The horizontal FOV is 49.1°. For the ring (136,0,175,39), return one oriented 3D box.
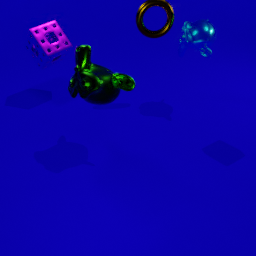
[{"bbox_3d":[0.864,-3.481,8.930,1.254,1.254,0.251,-2,37,-4],"label":"ring"}]

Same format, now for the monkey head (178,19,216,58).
[{"bbox_3d":[2.222,-2.838,9.108,1.082,1.292,1.796,10,54,-2],"label":"monkey head"}]

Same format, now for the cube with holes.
[{"bbox_3d":[-2.827,-2.896,9.885,1.072,1.072,1.072,-36,4,-33],"label":"cube with holes"}]

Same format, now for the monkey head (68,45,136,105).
[{"bbox_3d":[-0.797,-1.286,6.964,1.202,1.435,1.995,-7,11,-44],"label":"monkey head"}]
